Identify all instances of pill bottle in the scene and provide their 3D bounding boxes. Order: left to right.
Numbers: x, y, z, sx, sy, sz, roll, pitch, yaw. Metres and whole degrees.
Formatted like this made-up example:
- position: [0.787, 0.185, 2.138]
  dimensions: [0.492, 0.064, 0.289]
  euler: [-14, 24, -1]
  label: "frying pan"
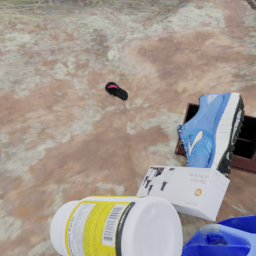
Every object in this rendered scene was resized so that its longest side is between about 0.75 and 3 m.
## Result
- position: [-0.332, 1.923, 5.118]
  dimensions: [2.366, 1.352, 1.352]
  euler: [-13, 34, 45]
  label: "pill bottle"

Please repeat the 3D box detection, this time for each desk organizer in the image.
- position: [2.795, 0.323, 7.331]
  dimensions: [2.887, 1.111, 1.035]
  euler: [13, 51, 11]
  label: "desk organizer"

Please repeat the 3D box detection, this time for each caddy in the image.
- position: [1.781, 2.243, 4.932]
  dimensions: [1.667, 2.358, 1.238]
  euler: [-29, 80, -26]
  label: "caddy"

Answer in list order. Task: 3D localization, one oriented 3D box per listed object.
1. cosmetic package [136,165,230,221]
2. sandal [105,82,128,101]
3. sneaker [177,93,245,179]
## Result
- position: [1.036, 1.276, 5.879]
  dimensions: [0.521, 2.056, 0.849]
  euler: [35, 68, -23]
  label: "cosmetic package"
- position: [-0.422, -1.161, 8.793]
  dimensions: [0.256, 0.426, 1.135]
  euler: [-14, 32, -35]
  label: "sandal"
- position: [1.815, 0.534, 6.823]
  dimensions: [1.332, 1.173, 2.988]
  euler: [13, 77, 36]
  label: "sneaker"
